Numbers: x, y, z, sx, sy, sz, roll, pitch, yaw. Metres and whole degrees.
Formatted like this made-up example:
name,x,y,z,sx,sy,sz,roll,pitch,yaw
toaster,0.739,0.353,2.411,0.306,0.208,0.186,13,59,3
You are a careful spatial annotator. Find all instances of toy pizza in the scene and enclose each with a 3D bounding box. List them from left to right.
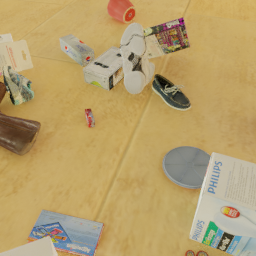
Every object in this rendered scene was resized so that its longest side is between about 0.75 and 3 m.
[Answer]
name,x,y,z,sx,sy,sz,roll,pitch,yaw
toy pizza,1.886,1.209,8.613,1.664,0.264,1.664,0,42,0

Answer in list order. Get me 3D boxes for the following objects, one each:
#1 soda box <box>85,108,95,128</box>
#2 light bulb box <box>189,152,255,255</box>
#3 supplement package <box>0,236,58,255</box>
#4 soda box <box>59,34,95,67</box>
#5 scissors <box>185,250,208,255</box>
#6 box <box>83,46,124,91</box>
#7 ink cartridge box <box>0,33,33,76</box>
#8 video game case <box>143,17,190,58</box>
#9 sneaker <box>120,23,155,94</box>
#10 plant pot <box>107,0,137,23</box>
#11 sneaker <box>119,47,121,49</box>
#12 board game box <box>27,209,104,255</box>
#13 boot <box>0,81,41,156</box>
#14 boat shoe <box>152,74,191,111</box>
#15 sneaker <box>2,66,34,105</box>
name,x,y,z,sx,sy,sz,roll,pitch,yaw
soda box,-1.400,-0.374,10.248,0.247,0.273,0.780,-8,44,-16
light bulb box,2.709,1.938,6.533,2.094,2.075,1.306,15,45,17
supplement package,-2.367,3.317,5.745,1.952,1.169,1.184,-15,46,-15
soda box,-2.465,-3.778,13.520,0.723,0.672,2.119,-28,50,-26
scissors,1.760,3.524,6.333,0.574,0.109,1.569,-5,45,-9
box,-0.761,-2.675,12.354,1.349,0.695,2.312,21,47,21
ink cartridge box,-5.661,-3.161,12.264,2.584,1.514,0.870,-16,46,-16
video game case,1.577,-3.836,12.211,2.041,2.252,0.403,-12,79,17
sneaker,0.406,-2.725,11.010,0.975,2.594,1.491,5,18,20
plant pot,-0.284,-6.894,16.362,1.455,1.455,1.287,-32,63,-29
sneaker,0.022,-3.899,13.899,0.943,0.333,0.461,10,45,7
board game box,-1.569,2.677,7.144,1.740,0.169,0.896,10,43,10
boot,-4.078,-0.418,9.827,2.860,0.919,2.665,12,57,16
boat shoe,1.720,-1.461,11.118,0.785,0.648,2.096,-21,48,-21
sneaker,-4.483,-1.776,11.462,0.963,0.866,2.232,-14,53,-28
